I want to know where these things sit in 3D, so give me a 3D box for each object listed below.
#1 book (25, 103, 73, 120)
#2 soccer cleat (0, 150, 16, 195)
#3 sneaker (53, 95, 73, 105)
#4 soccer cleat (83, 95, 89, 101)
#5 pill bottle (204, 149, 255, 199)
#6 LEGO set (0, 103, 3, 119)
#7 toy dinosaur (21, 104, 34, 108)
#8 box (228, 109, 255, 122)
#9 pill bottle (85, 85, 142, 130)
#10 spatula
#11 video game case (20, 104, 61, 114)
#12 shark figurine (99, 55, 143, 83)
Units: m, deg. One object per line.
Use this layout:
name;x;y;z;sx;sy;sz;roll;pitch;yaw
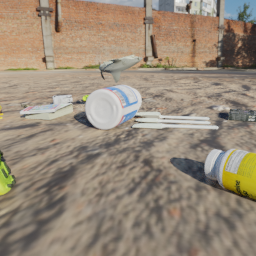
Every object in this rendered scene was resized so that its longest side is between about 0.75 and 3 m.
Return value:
book;-3.226;-0.668;11.588;1.141;0.410;1.708;3;17;20
soccer cleat;-2.876;0.772;5.336;1.050;0.812;2.511;-27;26;-25
sneaker;-3.197;-1.369;13.802;0.851;0.556;1.480;-4;11;-4
soccer cleat;-2.163;-1.643;15.520;0.493;0.381;1.178;-27;3;33
pill bottle;2.092;0.803;4.943;0.762;0.762;1.356;-13;18;-41
LEGO set;-5.530;-0.825;10.803;1.232;0.996;2.677;4;15;14
toy dinosaur;-4.869;-1.047;13.309;0.865;0.205;0.381;7;1;26
box;4.644;-0.500;10.974;1.304;0.284;1.045;5;15;20
pill bottle;-0.381;-0.841;10.145;1.372;1.372;2.445;6;14;22
spatula;1.670;-0.291;10.307;2.915;0.234;2.027;1;13;5
video game case;-3.434;-0.752;11.077;1.357;0.118;0.971;-4;17;3
shark figurine;-0.592;-2.120;10.488;2.139;0.892;1.278;-3;14;44
